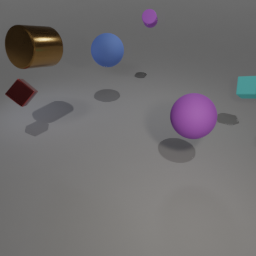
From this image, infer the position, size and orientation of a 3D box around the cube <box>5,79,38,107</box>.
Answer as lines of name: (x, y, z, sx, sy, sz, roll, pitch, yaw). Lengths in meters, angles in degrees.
cube: (-3.686, -1.229, 9.754, 0.700, 0.700, 0.700, 40, 2, -12)

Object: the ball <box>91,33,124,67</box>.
ball: (-0.873, -3.299, 11.908, 1.400, 1.400, 1.400, 0, 32, 0)

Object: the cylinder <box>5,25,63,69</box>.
cylinder: (-3.224, -2.802, 9.698, 1.400, 1.400, 1.400, 17, 23, 25)

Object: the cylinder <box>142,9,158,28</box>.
cylinder: (1.056, -5.280, 13.520, 0.700, 0.700, 0.700, 6, 6, 10)

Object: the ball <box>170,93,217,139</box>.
ball: (1.991, -0.360, 8.548, 1.400, 1.400, 1.400, 0, 32, 0)

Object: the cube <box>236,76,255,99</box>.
cube: (4.584, -1.529, 10.608, 0.700, 0.700, 0.700, 5, -5, 38)
